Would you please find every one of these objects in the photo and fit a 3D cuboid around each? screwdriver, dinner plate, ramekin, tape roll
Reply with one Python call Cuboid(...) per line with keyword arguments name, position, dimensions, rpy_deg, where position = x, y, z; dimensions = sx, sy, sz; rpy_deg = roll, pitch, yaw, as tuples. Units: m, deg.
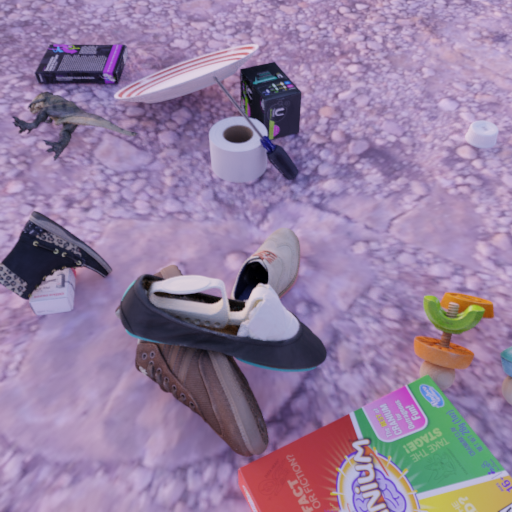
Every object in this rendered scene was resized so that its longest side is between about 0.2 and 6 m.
Cuboid(name="screwdriver", position=(-0.007, -2.266, 10.015), dimensions=(0.349, 2.499, 0.364), rpy_deg=(-38, 32, 10))
Cuboid(name="dinner plate", position=(-1.444, -3.823, 11.970), dimensions=(3.235, 0.392, 3.235), rpy_deg=(-16, 25, 8))
Cuboid(name="ramekin", position=(4.630, -2.497, 11.456), dimensions=(0.616, 0.300, 0.616), rpy_deg=(0, 48, 0))
Cuboid(name="tape roll", position=(-0.333, -2.034, 10.719), dimensions=(1.108, 0.761, 1.108), rpy_deg=(0, 48, 0))

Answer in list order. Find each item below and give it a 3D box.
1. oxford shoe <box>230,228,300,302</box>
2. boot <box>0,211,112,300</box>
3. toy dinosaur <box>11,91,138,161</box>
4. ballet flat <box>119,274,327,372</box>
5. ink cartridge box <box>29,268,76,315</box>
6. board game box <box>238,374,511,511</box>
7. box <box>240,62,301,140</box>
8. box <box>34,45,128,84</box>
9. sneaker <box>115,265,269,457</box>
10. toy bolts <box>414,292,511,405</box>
Cuboid(name="oxford shoe", position=(0.193, 0.219, 8.629), dimensions=(0.768, 0.801, 2.170), rpy_deg=(12, 48, 15))
Cuboid(name="boot", position=(-3.093, 0.188, 8.541), dimensions=(0.566, 1.569, 1.185), rpy_deg=(26, 77, 48))
Cuboid(name="toy dinosaur", position=(-3.917, -2.659, 11.202), dimensions=(3.017, 0.716, 1.330), rpy_deg=(26, 55, 27))
Cuboid(name="ballet flat", position=(-0.321, 0.804, 7.037), dimensions=(2.764, 0.945, 0.940), rpy_deg=(11, 33, -10))
Cuboid(name="ink cartridge box", position=(-3.155, 0.483, 8.711), dimensions=(0.588, 0.342, 0.808), rpy_deg=(-8, 50, -5))
Cuboid(name="board game box", position=(1.472, 2.843, 6.415), dimensions=(2.758, 0.556, 2.110), rpy_deg=(-21, 51, -18))
Cuboid(name="box", position=(0.279, -3.214, 11.628), dimensions=(0.837, 1.000, 1.346), rpy_deg=(-18, 50, -15))
Cuboid(name="box", position=(-4.123, -4.572, 13.322), dimensions=(1.913, 0.345, 1.368), rpy_deg=(2, 47, 0))
Cuboid(name="sneaker", position=(-0.928, 1.503, 7.518), dimensions=(1.182, 1.103, 3.131), rpy_deg=(-32, 49, -3))
Cuboid(name="toy bolts", position=(3.165, 1.306, 7.767), dimensions=(1.764, 1.224, 1.685), rpy_deg=(13, 8, 24))
